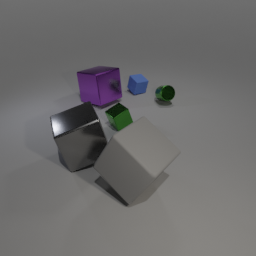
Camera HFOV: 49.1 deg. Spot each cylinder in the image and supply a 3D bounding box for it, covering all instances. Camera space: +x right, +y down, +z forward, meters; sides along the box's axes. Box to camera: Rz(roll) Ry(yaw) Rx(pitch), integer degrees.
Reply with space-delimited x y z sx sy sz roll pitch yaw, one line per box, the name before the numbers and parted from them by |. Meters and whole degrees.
cylinder | 1.676 -1.576 12.681 0.700 0.700 0.700 -9 9 -15

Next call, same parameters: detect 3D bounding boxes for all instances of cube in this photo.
cube | -1.279 -1.958 12.741 1.400 1.400 1.400 16 32 41
cube | -1.481 0.242 8.811 1.400 1.400 1.400 -22 34 -7
cube | 0.225 0.817 7.329 1.400 1.400 1.400 44 41 12
cube | -0.345 -0.423 10.752 0.700 0.700 0.700 -35 40 -15
cube | 0.479 -2.165 13.808 0.700 0.700 0.700 -14 47 -31
